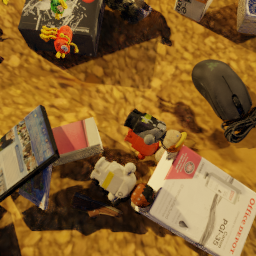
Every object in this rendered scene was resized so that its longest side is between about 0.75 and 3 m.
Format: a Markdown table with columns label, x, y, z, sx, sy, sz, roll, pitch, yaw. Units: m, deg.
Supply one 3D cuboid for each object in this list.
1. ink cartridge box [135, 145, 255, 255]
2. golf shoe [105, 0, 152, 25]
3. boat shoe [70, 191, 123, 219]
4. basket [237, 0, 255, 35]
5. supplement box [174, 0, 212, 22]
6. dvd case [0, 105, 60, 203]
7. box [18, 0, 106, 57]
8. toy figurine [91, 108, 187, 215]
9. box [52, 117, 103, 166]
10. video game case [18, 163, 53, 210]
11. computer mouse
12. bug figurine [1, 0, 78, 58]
| label | x | y | z | sx | sy | sz | roll | pitch | yaw |
| --- | --- | --- | --- | --- | --- | --- | --- | --- | --- |
| ink cartridge box | 1.793 | 1.876 | 7.048 | 2.575 | 1.066 | 1.886 | 32 | 73 | -9 |
| golf shoe | -0.119 | -4.555 | 9.842 | 1.064 | 0.875 | 2.251 | -32 | 76 | -28 |
| boat shoe | -0.871 | 2.220 | 7.658 | 1.477 | 0.531 | 0.502 | 17 | 76 | 16 |
| basket | 4.340 | -4.047 | 9.510 | 1.025 | 0.933 | 1.512 | 9 | 73 | 3 |
| supplement box | 2.805 | -5.429 | 9.481 | 1.085 | 1.860 | 2.952 | 29 | 73 | 8 |
| dvd case | -2.958 | 0.732 | 7.525 | 2.467 | 0.216 | 1.760 | -36 | 57 | 14 |
| box | -2.060 | -3.683 | 9.211 | 2.338 | 1.217 | 2.129 | 6 | 74 | 2 |
| toy figurine | 0.329 | 0.926 | 7.089 | 1.644 | 2.326 | 2.362 | 31 | 73 | 8 |
| box | -1.570 | 0.415 | 7.970 | 1.555 | 0.994 | 0.847 | -16 | 72 | -5 |
| video game case | -2.508 | 1.348 | 7.508 | 1.213 | 0.147 | 1.332 | 16 | 102 | 36 |
| computer mouse | 3.120 | -1.137 | 8.628 | 1.953 | 0.744 | 2.821 | -33 | 75 | -10 |
| bug figurine | -2.096 | -3.024 | 6.559 | 0.705 | 2.741 | 2.126 | -16 | 59 | 25 |
